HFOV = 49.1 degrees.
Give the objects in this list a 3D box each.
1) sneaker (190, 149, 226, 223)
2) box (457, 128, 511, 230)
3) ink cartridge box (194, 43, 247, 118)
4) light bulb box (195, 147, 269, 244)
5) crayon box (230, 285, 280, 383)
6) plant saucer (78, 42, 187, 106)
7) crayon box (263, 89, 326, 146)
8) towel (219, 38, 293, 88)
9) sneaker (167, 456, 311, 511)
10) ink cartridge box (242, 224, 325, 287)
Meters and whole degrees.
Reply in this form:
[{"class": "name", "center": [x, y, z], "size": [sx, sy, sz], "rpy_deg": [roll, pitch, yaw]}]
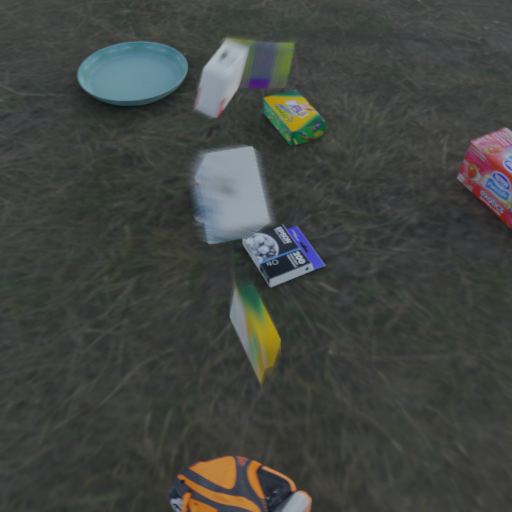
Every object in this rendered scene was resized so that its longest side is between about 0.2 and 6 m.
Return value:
[{"class": "sneaker", "center": [-0.762, -1.243, 10.712], "size": [0.744, 0.757, 1.966], "rpy_deg": [6, 43, 9]}, {"class": "box", "center": [5.016, -1.402, 10.825], "size": [0.977, 1.020, 2.046], "rpy_deg": [-20, 53, -17]}, {"class": "ink cartridge box", "center": [-0.609, -3.072, 9.758], "size": [0.480, 0.827, 1.121], "rpy_deg": [21, 45, -1]}, {"class": "light bulb box", "center": [-0.400, -0.881, 8.522], "size": [0.741, 1.187, 1.177], "rpy_deg": [-10, 84, -16]}, {"class": "crayon box", "center": [0.003, 1.078, 7.808], "size": [0.297, 0.725, 1.153], "rpy_deg": [-14, 55, -20]}, {"class": "plant saucer", "center": [-3.027, -4.482, 13.891], "size": [2.661, 0.365, 2.661], "rpy_deg": [0, 50, 1]}, {"class": "crayon box", "center": [0.845, -3.152, 12.706], "size": [0.859, 0.421, 1.445], "rpy_deg": [-20, 53, -16]}, {"class": "towel", "center": [-0.067, -4.074, 11.892], "size": [1.594, 1.145, 0.182], "rpy_deg": [-1, 54, -11]}, {"class": "sneaker", "center": [-0.680, 3.598, 6.692], "size": [1.551, 1.074, 2.769], "rpy_deg": [27, 44, 26]}, {"class": "ink cartridge box", "center": [0.505, -0.079, 10.214], "size": [1.151, 0.250, 1.140], "rpy_deg": [-20, 52, -18]}]
